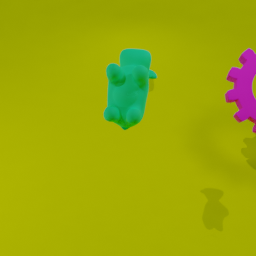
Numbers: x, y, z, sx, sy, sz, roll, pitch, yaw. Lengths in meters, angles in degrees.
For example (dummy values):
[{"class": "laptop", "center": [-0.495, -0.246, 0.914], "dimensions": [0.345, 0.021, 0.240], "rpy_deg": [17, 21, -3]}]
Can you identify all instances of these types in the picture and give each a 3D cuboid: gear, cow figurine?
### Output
[{"class": "gear", "center": [2.938, -0.784, 5.556], "dimensions": [1.880, 0.348, 1.880], "rpy_deg": [-1, 86, 10]}, {"class": "cow figurine", "center": [0.030, -0.451, 3.176], "dimensions": [0.529, 0.949, 0.964], "rpy_deg": [6, 89, 8]}]
